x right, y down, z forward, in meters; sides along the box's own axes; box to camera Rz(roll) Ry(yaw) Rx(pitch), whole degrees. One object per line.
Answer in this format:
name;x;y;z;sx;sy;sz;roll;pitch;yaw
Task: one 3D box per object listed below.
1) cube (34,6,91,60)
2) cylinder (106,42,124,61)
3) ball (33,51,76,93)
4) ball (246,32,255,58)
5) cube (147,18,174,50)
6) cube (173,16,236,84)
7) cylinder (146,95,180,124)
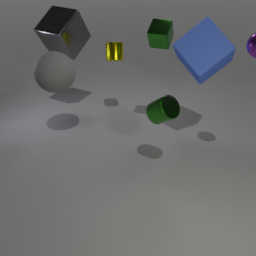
cube;-2.633;-3.887;11.439;1.400;1.400;1.400;20;69;25
cylinder;-0.535;-3.040;11.166;0.700;0.700;0.700;-1;12;0
ball;-2.509;-1.906;9.611;1.400;1.400;1.400;0;29;0
ball;3.450;-2.155;7.257;0.700;0.700;0.700;0;29;0
cube;1.121;-3.212;9.577;0.700;0.700;0.700;13;66;19
cube;2.541;-2.530;9.413;1.400;1.400;1.400;54;12;11
cylinder;0.996;-0.513;7.986;0.700;0.700;0.700;-22;0;-34
